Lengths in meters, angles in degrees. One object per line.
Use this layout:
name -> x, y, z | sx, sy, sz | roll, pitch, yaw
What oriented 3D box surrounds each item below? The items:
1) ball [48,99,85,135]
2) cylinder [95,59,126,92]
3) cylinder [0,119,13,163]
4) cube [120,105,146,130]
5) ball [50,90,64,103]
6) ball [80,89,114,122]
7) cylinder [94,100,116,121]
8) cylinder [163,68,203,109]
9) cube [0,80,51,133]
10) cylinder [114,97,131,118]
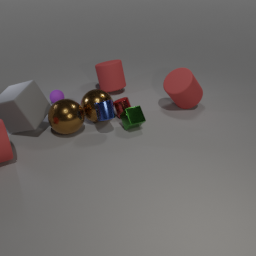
ball -> -2.393, -0.437, 10.881 | 1.400, 1.400, 1.400 | 0, 29, 0
cylinder -> -0.906, -2.759, 14.759 | 1.400, 1.400, 1.400 | -11, 21, 4
cylinder -> -4.631, 0.542, 9.064 | 1.400, 1.400, 1.400 | -17, 33, -26
cube -> 0.184, -0.403, 11.269 | 0.700, 0.700, 0.700 | -15, 77, -25
ball -> -3.427, -1.499, 13.524 | 0.700, 0.700, 0.700 | 0, 29, 0
ball -> -1.295, -0.935, 11.790 | 1.400, 1.400, 1.400 | 0, 29, 0
cylinder -> -0.882, -0.681, 10.719 | 0.700, 0.700, 0.700 | -12, 9, 2
cylinder -> 2.531, -1.795, 12.809 | 1.400, 1.400, 1.400 | -18, 55, 27
cube -> -4.114, -0.809, 10.861 | 1.400, 1.400, 1.400 | -7, 37, 26
cylinder -> -0.215, -0.905, 12.252 | 0.700, 0.700, 0.700 | -18, 17, 6
